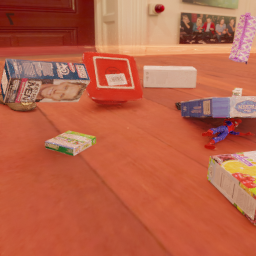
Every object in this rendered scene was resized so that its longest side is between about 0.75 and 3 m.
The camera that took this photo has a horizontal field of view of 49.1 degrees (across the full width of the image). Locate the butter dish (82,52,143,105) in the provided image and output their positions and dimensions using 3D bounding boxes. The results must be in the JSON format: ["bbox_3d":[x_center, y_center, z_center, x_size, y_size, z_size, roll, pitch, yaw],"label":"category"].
[{"bbox_3d":[-0.796,-1.808,11.698,2.322,1.716,2.316,-1,63,-21],"label":"butter dish"}]

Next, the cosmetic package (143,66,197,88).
[{"bbox_3d":[2.215,-2.795,15.217,2.754,0.981,1.397,1,20,3],"label":"cosmetic package"}]

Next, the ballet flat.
[{"bbox_3d":[-4.536,-1.138,11.317,2.399,0.556,0.808,17,26,39],"label":"ballet flat"}]

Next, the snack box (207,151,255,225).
[{"bbox_3d":[2.961,0.986,5.432,2.278,0.603,1.620,-5,21,-12],"label":"snack box"}]

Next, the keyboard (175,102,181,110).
[{"bbox_3d":[2.875,-0.874,11.090,1.896,0.243,1.138,-1,20,0],"label":"keyboard"}]

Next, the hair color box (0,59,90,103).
[{"bbox_3d":[-2.040,-1.130,6.977,1.950,0.975,0.590,-5,63,-35],"label":"hair color box"}]

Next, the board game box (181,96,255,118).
[{"bbox_3d":[3.431,-0.649,8.848,2.801,0.611,2.815,-3,3,-6],"label":"board game box"}]

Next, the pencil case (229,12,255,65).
[{"bbox_3d":[4.248,-3.274,10.358,0.725,1.728,0.739,19,15,38],"label":"pencil case"}]

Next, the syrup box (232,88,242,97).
[{"bbox_3d":[5.026,-1.600,12.904,0.333,0.344,0.846,9,21,26],"label":"syrup box"}]

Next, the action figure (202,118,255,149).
[{"bbox_3d":[2.892,0.089,7.862,0.882,0.582,1.783,-4,14,42],"label":"action figure"}]

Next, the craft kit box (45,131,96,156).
[{"bbox_3d":[-1.557,0.391,7.648,0.997,0.242,0.985,11,26,28],"label":"craft kit box"}]
